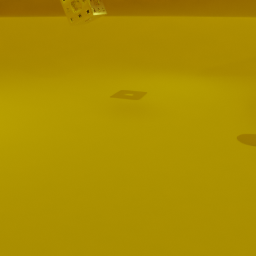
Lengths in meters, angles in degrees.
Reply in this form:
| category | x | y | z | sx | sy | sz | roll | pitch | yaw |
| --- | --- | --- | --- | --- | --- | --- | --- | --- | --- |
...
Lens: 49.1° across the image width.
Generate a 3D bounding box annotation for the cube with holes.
| category | x | y | z | sx | sy | sz | roll | pitch | yaw |
| --- | --- | --- | --- | --- | --- | --- | --- | --- | --- |
| cube with holes | -1.433 | -3.966 | 9.057 | 0.946 | 0.946 | 0.946 | -13 | 17 | 28 |
